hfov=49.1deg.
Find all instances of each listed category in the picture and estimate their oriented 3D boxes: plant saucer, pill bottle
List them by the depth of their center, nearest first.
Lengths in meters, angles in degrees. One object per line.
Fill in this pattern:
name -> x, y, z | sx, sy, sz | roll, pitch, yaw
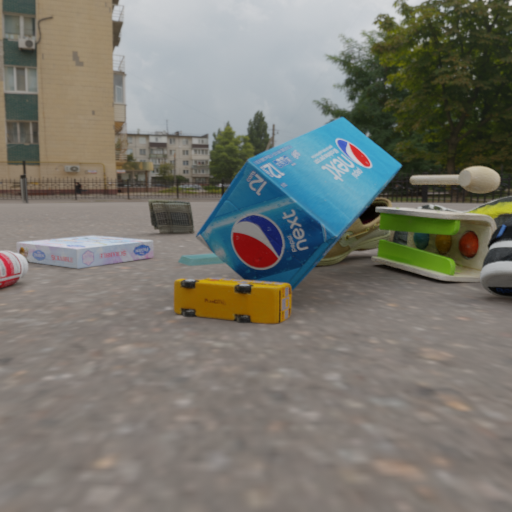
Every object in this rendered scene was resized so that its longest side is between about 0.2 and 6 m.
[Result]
pill bottle -> -3.352, 0.185, 7.267 | 0.479, 0.479, 0.853 | 1, 6, 8
plant saucer -> -0.538, 0.034, 9.910 | 1.608, 0.153, 0.562 | -5, 8, -29

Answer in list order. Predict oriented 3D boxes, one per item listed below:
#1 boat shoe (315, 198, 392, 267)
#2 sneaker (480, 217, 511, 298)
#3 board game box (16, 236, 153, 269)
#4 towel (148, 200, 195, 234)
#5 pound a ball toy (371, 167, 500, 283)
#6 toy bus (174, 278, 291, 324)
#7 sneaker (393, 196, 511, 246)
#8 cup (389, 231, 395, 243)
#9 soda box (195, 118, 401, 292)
boat shoe -> 1.424, -0.515, 9.839 | 2.688, 0.892, 0.995 | -17, 37, -42
sneaker -> 3.635, -0.098, 6.256 | 2.023, 1.132, 0.739 | 3, -35, 31
board game box -> -3.046, -0.097, 10.056 | 1.702, 0.350, 1.698 | 5, 9, 36
towel -> -2.352, -1.058, 15.492 | 1.212, 1.167, 0.209 | 4, 49, 5
pound a ball toy -> 2.754, -0.497, 8.355 | 1.009, 1.549, 2.376 | 2, 6, -18
toy bus -> -0.256, 0.432, 5.655 | 1.149, 0.374, 0.450 | 3, 8, 24
sneaker -> 3.680, -0.247, 9.708 | 1.188, 1.045, 2.807 | 28, -19, -35
cup -> 3.087, -0.537, 12.435 | 0.815, 0.815, 0.583 | -7, -17, -44
soda box -> 0.776, -0.794, 7.395 | 1.245, 1.178, 3.672 | 41, 31, 6
